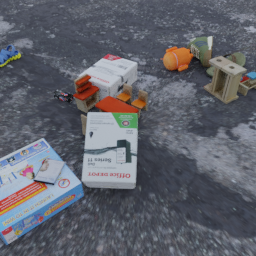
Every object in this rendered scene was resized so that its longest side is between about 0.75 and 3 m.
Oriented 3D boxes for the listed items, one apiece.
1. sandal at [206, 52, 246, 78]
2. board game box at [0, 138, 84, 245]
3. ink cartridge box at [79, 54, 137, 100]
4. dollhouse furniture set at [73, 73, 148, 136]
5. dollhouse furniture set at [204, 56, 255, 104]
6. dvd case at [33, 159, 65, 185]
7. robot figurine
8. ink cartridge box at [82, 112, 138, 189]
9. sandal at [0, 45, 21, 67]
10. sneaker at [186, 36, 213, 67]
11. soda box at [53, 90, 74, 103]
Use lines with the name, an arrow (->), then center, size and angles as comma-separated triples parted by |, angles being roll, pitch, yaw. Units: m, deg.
sandal -> 4.639, -3.012, 12.993 | 2.388, 0.681, 0.948 | -31, 46, -27
board game box -> -2.848, 1.607, 7.903 | 2.332, 0.652, 2.283 | -28, 50, -28
ink cartridge box -> -0.804, -2.120, 11.852 | 1.558, 0.904, 2.160 | 23, 47, 23
dollhouse furniture set -> -0.814, -0.911, 10.222 | 2.480, 1.291, 2.507 | 27, 48, 27
dollhouse furniture set -> 4.394, -2.192, 11.578 | 1.965, 1.385, 1.377 | -23, 47, -22
dvd case -> -2.177, 1.199, 7.773 | 0.591, 0.073, 0.829 | 9, 41, 7
robot figurine -> 2.293, -3.236, 13.126 | 1.522, 1.095, 0.888 | -22, 18, -22
ink cartridge box -> -0.479, 0.656, 8.181 | 1.524, 0.864, 2.079 | 1, 70, 1
sandal -> -5.999, -3.512, 13.579 | 0.640, 0.701, 1.611 | 24, 49, 21
sneaker -> 3.466, -3.730, 13.682 | 1.244, 0.929, 2.770 | 4, 37, 16
soda box -> -2.630, -1.295, 11.427 | 0.810, 0.257, 0.287 | 19, 46, 21
